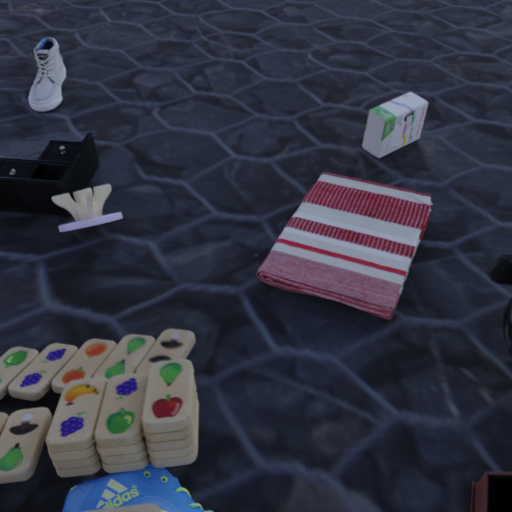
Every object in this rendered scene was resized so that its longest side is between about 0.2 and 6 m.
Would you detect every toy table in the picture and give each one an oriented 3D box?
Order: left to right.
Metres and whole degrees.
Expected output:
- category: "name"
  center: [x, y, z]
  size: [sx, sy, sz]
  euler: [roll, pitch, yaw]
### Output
- category: "toy table"
  center: [-2.587, -0.738, 8.568]
  size: [0.956, 0.560, 0.879]
  euler: [-20, 13, -38]

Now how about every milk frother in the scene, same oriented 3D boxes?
- category: "milk frother"
  center: [3.769, 0.367, 6.166]
  size: [1.762, 1.873, 1.690]
  euler: [7, 55, -49]

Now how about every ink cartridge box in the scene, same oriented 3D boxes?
- category: "ink cartridge box"
  center: [2.553, -2.408, 10.293]
  size: [1.119, 0.810, 0.470]
  euler: [-28, 52, -26]

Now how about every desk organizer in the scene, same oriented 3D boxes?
- category: "desk organizer"
  center: [2.326, 2.965, 4.821]
  size: [0.816, 0.876, 2.274]
  euler: [13, 46, 13]

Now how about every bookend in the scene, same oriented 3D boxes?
- category: "bookend"
  center: [-3.618, -1.435, 9.405]
  size: [1.487, 0.689, 1.496]
  euler: [5, 45, 5]

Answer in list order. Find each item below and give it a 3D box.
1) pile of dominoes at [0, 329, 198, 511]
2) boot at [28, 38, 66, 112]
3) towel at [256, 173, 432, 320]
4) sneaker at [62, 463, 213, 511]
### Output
- category: "pile of dominoes"
  center: [-2.536, 1.649, 5.665]
  size: [3.865, 0.615, 3.013]
  euler: [-6, 29, -1]
- category: "boot"
  center: [-4.426, -3.831, 11.673]
  size: [0.688, 0.894, 1.871]
  euler: [-6, 45, -6]
- category: "towel"
  center: [1.449, -0.292, 8.545]
  size: [1.980, 0.313, 2.749]
  euler: [16, 45, 19]
- category: "sneaker"
  center: [-0.670, 2.565, 5.111]
  size: [2.776, 1.051, 1.458]
  euler: [2, 44, 3]
